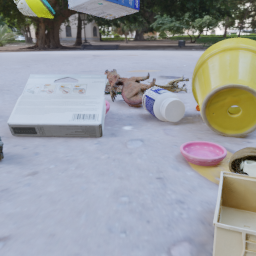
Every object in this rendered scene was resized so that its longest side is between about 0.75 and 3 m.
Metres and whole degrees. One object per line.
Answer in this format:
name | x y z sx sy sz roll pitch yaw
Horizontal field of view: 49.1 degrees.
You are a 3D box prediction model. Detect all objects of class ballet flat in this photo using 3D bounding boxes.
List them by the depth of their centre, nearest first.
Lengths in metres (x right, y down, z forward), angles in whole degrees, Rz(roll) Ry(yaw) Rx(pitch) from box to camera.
ballet flat | 2.940 0.879 4.690 0.982 0.921 2.715 -4 14 -44
ballet flat | -2.621 -3.424 7.405 0.756 0.754 2.256 -36 61 6
ballet flat | -1.065 -2.127 13.687 2.574 0.866 0.876 -1 16 -2

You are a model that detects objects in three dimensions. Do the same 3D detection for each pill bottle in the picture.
pill bottle | 1.221 -0.785 9.566 0.996 0.996 1.664 -6 20 -17

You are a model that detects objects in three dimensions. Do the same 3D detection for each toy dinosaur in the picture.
toy dinosaur | 0.107 -1.476 11.528 1.903 1.205 2.808 -13 34 -13
toy dinosaur | 2.198 -2.084 14.117 1.463 0.842 2.893 -6 5 34

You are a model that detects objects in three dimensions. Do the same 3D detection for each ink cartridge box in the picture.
ink cartridge box | -0.545 -3.559 7.740 1.861 0.710 1.270 -4 8 -44
ink cartridge box | -2.011 -0.759 8.655 2.665 0.580 2.313 1 45 2

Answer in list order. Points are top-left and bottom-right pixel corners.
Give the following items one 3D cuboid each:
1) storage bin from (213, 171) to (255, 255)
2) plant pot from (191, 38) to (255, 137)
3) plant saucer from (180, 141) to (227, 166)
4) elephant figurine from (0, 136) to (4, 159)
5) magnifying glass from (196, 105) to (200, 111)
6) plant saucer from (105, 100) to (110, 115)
storage bin | 1.960 1.320 3.908 1.421 0.671 1.431 6 19 20
plant pot | 3.193 -1.083 8.499 2.627 2.627 2.471 6 36 16
plant saucer | 1.764 0.609 6.609 1.066 0.270 1.066 -1 18 0
elephant figurine | -3.154 0.474 6.394 1.057 0.748 0.820 -7 33 1
magnifying glass | 3.441 -1.094 11.671 1.038 0.292 2.607 12 21 31
plant saucer | -1.587 -0.615 9.717 1.916 0.486 1.916 1 22 0
